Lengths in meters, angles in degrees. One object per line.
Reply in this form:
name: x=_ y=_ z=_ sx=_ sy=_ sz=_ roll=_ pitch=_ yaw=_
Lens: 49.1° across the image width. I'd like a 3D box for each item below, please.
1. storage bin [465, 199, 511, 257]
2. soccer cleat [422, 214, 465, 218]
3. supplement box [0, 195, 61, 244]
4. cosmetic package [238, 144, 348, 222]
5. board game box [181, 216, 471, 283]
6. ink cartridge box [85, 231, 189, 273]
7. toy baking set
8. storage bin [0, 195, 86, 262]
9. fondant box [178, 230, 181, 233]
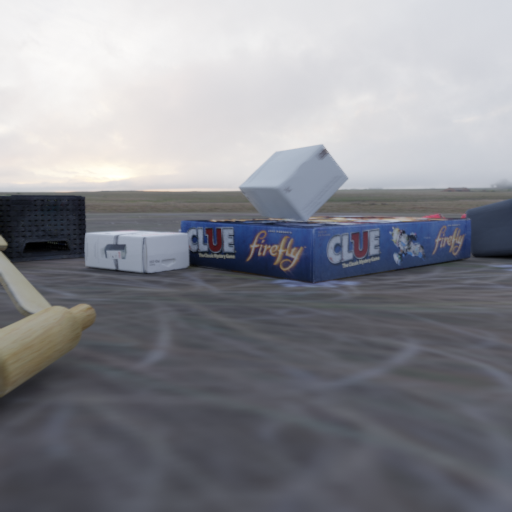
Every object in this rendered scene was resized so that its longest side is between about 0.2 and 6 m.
storage bin: x=5.171 y=-0.696 z=11.073 sx=1.547 sy=1.676 sz=2.303 roll=-9 pitch=0 yaw=35
soccer cleat: x=4.111 y=-0.703 z=13.436 sx=1.900 sy=0.695 sz=0.648 roll=6 pitch=13 yaw=29
supplement box: x=-5.606 y=-0.825 z=13.306 sx=1.797 sy=1.206 sz=1.795 roll=-3 pitch=6 yaw=-27
cosmetic package: x=0.523 y=-1.135 z=8.762 sx=0.996 sy=0.716 sz=1.765 roll=-44 pitch=20 yaw=-9
board game box: x=1.349 y=-0.271 z=9.882 sx=4.440 sy=0.768 sz=3.008 roll=-6 pitch=8 yaw=-44
ink cartridge box: x=-1.921 y=-0.087 z=9.041 sx=1.405 sy=0.596 sz=1.023 roll=6 pitch=8 yaw=35
toy baking set: x=-2.063 y=0.071 z=3.499 sx=2.129 sy=0.323 sz=2.774 roll=32 pitch=11 yaw=6
storage bin: x=-4.680 y=-0.609 z=11.187 sx=1.758 sy=1.219 sz=2.600 roll=-5 pitch=6 yaw=-41
fondant box: x=-1.346 y=-0.534 z=14.527 sx=0.872 sy=0.352 sz=1.208 roll=-8 pitch=8 yaw=-35
